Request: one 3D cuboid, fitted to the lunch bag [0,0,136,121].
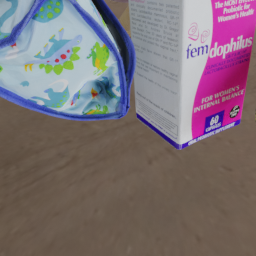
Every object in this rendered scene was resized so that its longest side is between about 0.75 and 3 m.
[{"bbox_3d":[-1.034,-1.367,4.040,1.673,2.625,2.232,-34,64,10],"label":"lunch bag"}]

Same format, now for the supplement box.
[{"bbox_3d":[0.961,-1.284,4.456,1.397,2.761,1.427,-20,34,-22],"label":"supplement box"}]

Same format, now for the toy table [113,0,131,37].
[{"bbox_3d":[0.775,-3.204,6.652,2.734,2.513,1.601,-17,75,24],"label":"toy table"}]
